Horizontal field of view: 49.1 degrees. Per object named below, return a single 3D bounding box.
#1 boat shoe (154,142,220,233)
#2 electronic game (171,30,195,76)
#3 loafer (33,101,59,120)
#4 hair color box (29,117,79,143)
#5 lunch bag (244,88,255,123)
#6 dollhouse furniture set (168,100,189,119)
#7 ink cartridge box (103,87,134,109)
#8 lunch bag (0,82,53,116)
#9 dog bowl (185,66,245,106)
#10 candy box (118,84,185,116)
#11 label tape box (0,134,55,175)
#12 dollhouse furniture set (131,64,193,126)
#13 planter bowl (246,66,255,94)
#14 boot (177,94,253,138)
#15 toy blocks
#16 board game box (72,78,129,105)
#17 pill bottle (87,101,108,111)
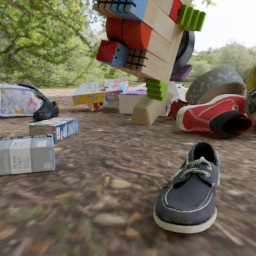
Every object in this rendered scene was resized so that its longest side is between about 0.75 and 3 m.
[{"bbox_3d":[0.776,0.614,3.447,0.700,0.604,1.926,4,11,23],"label":"boat shoe"},{"bbox_3d":[0.856,-2.997,9.410,2.811,2.811,0.585,0,-9,0],"label":"electronic game"},{"bbox_3d":[-3.128,-0.684,10.696,0.651,0.673,1.918,1,10,4],"label":"loafer"},{"bbox_3d":[-1.898,0.017,7.391,0.718,0.434,1.435,2,10,12],"label":"hair color box"},{"bbox_3d":[4.830,-0.770,8.446,2.073,1.722,2.471,-2,8,36],"label":"lunch bag"},{"bbox_3d":[2.370,-0.523,10.505,1.543,0.628,0.831,23,18,22],"label":"dollhouse furniture set"},{"bbox_3d":[-0.022,-1.659,15.192,1.717,1.034,2.364,5,12,30],"label":"ink cartridge box"},{"bbox_3d":[-4.571,-1.200,11.741,2.201,1.399,1.866,0,9,-41],"label":"lunch bag"},{"bbox_3d":[3.400,-1.298,10.768,2.298,0.674,2.298,-13,-32,-8],"label":"dog bowl"},{"bbox_3d":[1.139,-1.344,12.675,2.211,0.943,2.635,5,20,27],"label":"candy box"},{"bbox_3d":[-2.014,0.442,4.867,1.424,0.471,1.020,-1,10,-16],"label":"label tape box"},{"bbox_3d":[1.023,-0.752,10.826,2.374,2.126,2.996,11,48,40],"label":"dollhouse furniture set"},{"bbox_3d":[5.900,-1.275,10.328,2.882,2.882,1.200,4,-19,23],"label":"planter bowl"},{"bbox_3d":[3.041,-0.329,8.028,2.708,0.980,1.953,-15,17,-30],"label":"boot"},{"bbox_3d":[0.275,-2.070,4.865,1.453,2.908,1.988,20,8,33],"label":"toy blocks"},{"bbox_3d":[-1.265,-1.787,13.512,2.411,0.486,1.844,-5,27,11],"label":"board game box"},{"bbox_3d":[-1.470,-1.210,13.582,0.905,0.511,0.511,-26,21,-26],"label":"pill bottle"}]
